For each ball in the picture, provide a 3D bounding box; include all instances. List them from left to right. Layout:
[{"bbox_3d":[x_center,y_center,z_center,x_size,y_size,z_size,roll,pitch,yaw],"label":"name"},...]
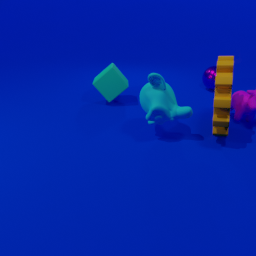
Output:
[{"bbox_3d":[3.287,-1.901,10.647,0.905,0.905,0.905,0,28,0],"label":"ball"}]

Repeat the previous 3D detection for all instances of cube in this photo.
[{"bbox_3d":[-0.576,-1.551,9.524,0.858,0.858,0.858,-38,19,14],"label":"cube"}]

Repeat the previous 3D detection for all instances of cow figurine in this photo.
[{"bbox_3d":[3.492,-0.794,8.137,0.729,1.306,1.327,1,36,-10],"label":"cow figurine"}]

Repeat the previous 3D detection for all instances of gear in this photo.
[{"bbox_3d":[2.515,-0.823,7.400,0.381,2.058,2.058,4,28,19],"label":"gear"}]

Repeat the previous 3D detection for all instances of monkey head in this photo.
[{"bbox_3d":[0.989,-0.706,7.379,1.343,1.125,1.867,-4,-17,12],"label":"monkey head"}]
